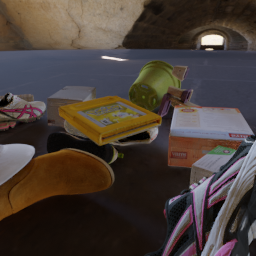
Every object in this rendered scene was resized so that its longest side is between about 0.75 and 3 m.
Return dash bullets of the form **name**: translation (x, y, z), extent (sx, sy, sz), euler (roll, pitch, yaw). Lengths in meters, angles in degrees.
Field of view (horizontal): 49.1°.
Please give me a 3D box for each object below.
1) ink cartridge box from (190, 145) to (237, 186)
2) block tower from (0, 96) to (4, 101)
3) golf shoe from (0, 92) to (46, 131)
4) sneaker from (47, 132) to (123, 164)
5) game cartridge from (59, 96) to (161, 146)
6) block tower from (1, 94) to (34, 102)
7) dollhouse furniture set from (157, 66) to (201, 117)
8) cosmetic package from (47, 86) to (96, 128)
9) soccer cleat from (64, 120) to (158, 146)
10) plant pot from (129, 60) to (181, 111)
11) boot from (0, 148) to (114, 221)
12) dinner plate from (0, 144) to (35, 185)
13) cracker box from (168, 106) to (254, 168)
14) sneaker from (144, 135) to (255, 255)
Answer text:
- **ink cartridge box**: translation (2.122, 0.989, 4.884), extent (1.689, 0.712, 1.234), euler (15, 24, 36)
- **block tower**: translation (-5.245, -0.817, 10.110), extent (2.566, 0.742, 0.693), euler (9, 21, 28)
- **golf shoe**: translation (-3.566, -0.658, 9.135), extent (0.829, 1.051, 2.282), euler (8, 20, 27)
- **sneaker**: translation (-1.033, 0.555, 6.580), extent (1.934, 0.693, 0.801), euler (11, -3, 27)
- **game cartridge**: translation (-0.485, -0.307, 6.848), extent (1.757, 0.323, 1.993), euler (-17, 32, -33)
- **block tower**: translation (-4.622, -1.024, 11.056), extent (1.713, 0.495, 0.463), euler (-5, 20, -18)
- **dollhouse furniture set**: translation (2.503, -1.163, 10.057), extent (1.724, 1.925, 2.429), euler (25, 25, 20)
- **cosmetic package**: translation (-1.853, -0.784, 9.586), extent (1.203, 1.016, 2.253), euler (4, 16, 1)
- **soccer cleat**: translation (-0.505, 0.010, 7.507), extent (2.615, 0.897, 1.114), euler (6, 17, 5)
- **plant pot**: translation (0.909, -1.493, 10.827), extent (1.824, 1.824, 1.677), euler (10, 32, 26)
- **boot**: translation (-1.711, 1.102, 4.554), extent (2.612, 0.919, 1.870), euler (3, 25, 20)
- **dinner plate**: translation (-2.909, 0.829, 4.764), extent (2.642, 0.320, 2.642), euler (-20, 17, 6)
- **cracker box**: translation (2.039, 0.141, 7.193), extent (1.838, 0.791, 2.744), euler (4, 19, 11)
- **sneaker**: translation (1.063, 1.010, 3.582), extent (1.166, 1.085, 2.700), euler (5, 36, 42)
